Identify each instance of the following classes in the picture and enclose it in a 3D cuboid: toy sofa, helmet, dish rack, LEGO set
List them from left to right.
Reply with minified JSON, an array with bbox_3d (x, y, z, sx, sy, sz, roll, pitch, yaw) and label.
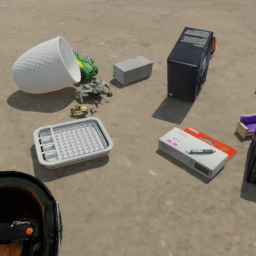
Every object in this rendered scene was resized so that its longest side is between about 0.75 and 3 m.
[{"bbox_3d":[-2.442,2.111,5.581,2.403,2.403,2.291,-19,7,-24],"label":"helmet"},{"bbox_3d":[-1.811,0.512,9.254,2.333,0.508,2.002,-14,38,-17],"label":"dish rack"},{"bbox_3d":[-1.515,-1.497,11.651,1.713,0.748,2.638,-9,32,0],"label":"LEGO set"},{"bbox_3d":[4.628,-0.124,9.972,1.372,0.669,0.568,-8,37,-11],"label":"toy sofa"}]

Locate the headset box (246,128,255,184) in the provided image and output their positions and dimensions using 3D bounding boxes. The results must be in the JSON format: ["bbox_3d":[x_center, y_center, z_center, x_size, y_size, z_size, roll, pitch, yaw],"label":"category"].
[{"bbox_3d":[5.026,0.804,8.211,2.556,1.186,2.226,14,42,19],"label":"headset box"}]

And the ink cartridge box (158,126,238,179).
[{"bbox_3d":[2.337,0.570,9.237,2.046,0.445,1.776,31,48,34],"label":"ink cartridge box"}]

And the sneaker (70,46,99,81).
[{"bbox_3d":[-2.403,-3.232,13.983,1.181,1.081,2.772,-14,47,-29],"label":"sneaker"}]

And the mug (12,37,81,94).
[{"bbox_3d":[-3.558,-2.713,12.179,2.381,2.005,2.716,-18,38,10],"label":"mug"}]

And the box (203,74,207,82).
[{"bbox_3d":[3.203,-2.562,13.322,0.629,0.546,0.951,-17,39,-19],"label":"box"}]

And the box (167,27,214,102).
[{"bbox_3d":[2.549,-2.606,11.627,1.259,2.109,2.144,19,60,20],"label":"box"}]

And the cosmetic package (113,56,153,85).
[{"bbox_3d":[0.227,-2.789,13.444,1.775,0.800,0.948,-23,46,-32],"label":"cosmetic package"}]

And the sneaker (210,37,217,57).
[{"bbox_3d":[4.055,-4.335,15.129,0.835,1.206,2.153,27,44,31],"label":"sneaker"}]
